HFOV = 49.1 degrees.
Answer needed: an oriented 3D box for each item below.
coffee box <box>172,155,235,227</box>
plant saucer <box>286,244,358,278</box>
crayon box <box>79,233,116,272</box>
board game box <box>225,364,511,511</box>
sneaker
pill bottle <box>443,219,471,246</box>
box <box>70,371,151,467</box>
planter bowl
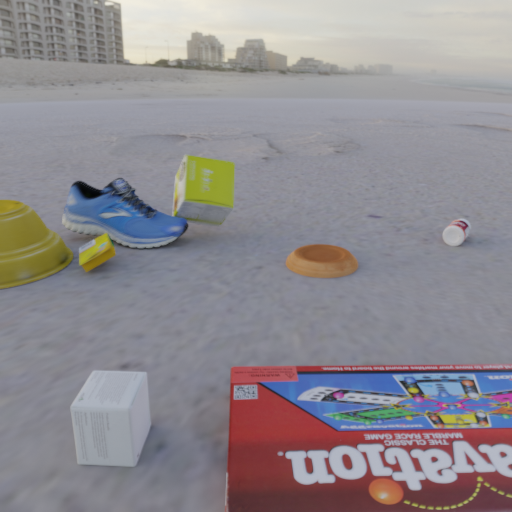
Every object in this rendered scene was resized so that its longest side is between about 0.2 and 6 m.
[{"bbox_3d":[-1.121,-1.360,11.874,1.088,1.086,1.076,7,-21,-18],"label":"coffee box"},{"bbox_3d":[1.221,0.058,10.401,1.337,0.250,1.337,0,19,0],"label":"plant saucer"},{"bbox_3d":[-2.906,-0.050,10.213,0.621,0.249,0.978,-30,24,-5],"label":"crayon box"},{"bbox_3d":[1.906,1.783,5.420,4.357,0.424,2.243,0,21,-1],"label":"board game box"},{"bbox_3d":[-2.711,-0.927,11.546,2.683,1.196,1.054,12,22,6],"label":"sneaker"},{"bbox_3d":[4.202,-0.508,11.681,0.433,0.433,0.791,12,24,29],"label":"pill bottle"},{"bbox_3d":[-1.411,1.591,5.541,0.585,0.679,0.682,1,20,4],"label":"box"},{"bbox_3d":[-4.832,-0.364,10.292,2.700,1.124,2.700,0,21,0],"label":"planter bowl"}]
